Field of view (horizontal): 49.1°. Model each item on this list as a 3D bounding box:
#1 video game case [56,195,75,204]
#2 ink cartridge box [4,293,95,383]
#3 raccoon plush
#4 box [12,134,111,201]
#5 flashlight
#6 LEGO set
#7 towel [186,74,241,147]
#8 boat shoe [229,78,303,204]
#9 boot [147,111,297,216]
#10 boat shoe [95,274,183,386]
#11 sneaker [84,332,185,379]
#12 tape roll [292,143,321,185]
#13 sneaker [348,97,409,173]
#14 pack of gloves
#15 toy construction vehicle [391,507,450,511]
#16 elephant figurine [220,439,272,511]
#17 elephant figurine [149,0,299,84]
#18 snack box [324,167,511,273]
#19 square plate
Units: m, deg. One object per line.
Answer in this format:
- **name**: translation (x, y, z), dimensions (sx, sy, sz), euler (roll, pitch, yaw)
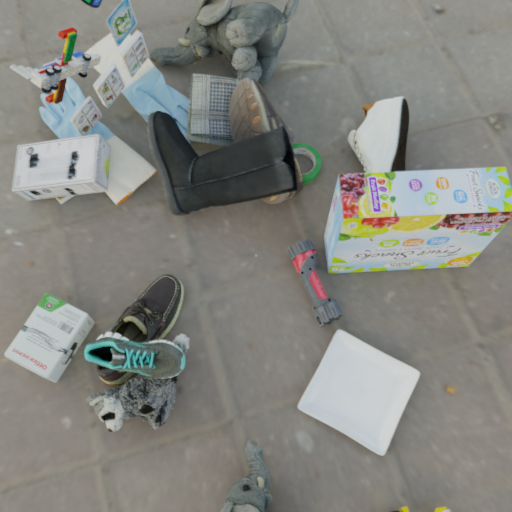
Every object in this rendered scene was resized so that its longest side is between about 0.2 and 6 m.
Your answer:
- **video game case**: translation (-4.042, -1.796, 12.186), dimensions (1.137, 0.130, 1.035), euler (-37, 69, -15)
- **ink cartridge box**: translation (-3.857, 1.545, 10.523), dimensions (0.997, 0.565, 1.360), euler (26, 69, 11)
- **raccoon plush**: translation (-2.117, 2.285, 10.213), dimensions (1.318, 0.951, 1.966), euler (10, 47, 16)
- **box**: translation (-4.027, -1.820, 11.646), dimensions (1.892, 0.569, 1.104), euler (-6, 71, 12)
- **flashlight**: translation (1.187, 0.507, 10.991), dimensions (0.570, 0.568, 1.677), euler (-13, 66, -33)
- **LEGO set**: translation (-3.204, -3.803, 10.665), dimensions (0.781, 3.182, 2.377), euler (35, 84, 2)
- **towel**: translation (-0.766, -3.110, 12.098), dimensions (1.418, 0.254, 1.473), euler (1, 100, -23)
- **boat shoe**: translation (0.231, -2.419, 11.902), dimensions (1.004, 1.021, 2.740), euler (-12, 84, -46)
- **boot**: translation (-0.651, -2.061, 11.018), dimensions (2.669, 0.876, 2.200), euler (-10, 104, 24)
- **boat shoe**: translation (-2.147, 1.326, 10.499), dimensions (0.871, 0.771, 2.379), euler (26, 70, 9)
- **sneaker**: translation (-2.092, 1.733, 9.414), dimensions (1.794, 0.818, 0.696), euler (4, 90, 17)
- **tape roll**: translation (0.947, -2.010, 12.236), dimensions (0.940, 0.226, 0.940), euler (0, 66, 1)
- **sneaker**: translation (2.534, -2.044, 12.005), dimensions (1.191, 1.024, 2.813), euler (1, 67, 28)
- **pack of gloves**: translation (-2.996, -3.099, 12.520), dimensions (2.748, 0.645, 3.271), euler (-41, 81, -8)
- **toy construction vehicle**: translation (2.712, 4.749, 9.283), dimensions (1.273, 0.448, 1.108), euler (-9, 56, -7)
- **elephant figurine**: translation (-0.093, 4.335, 9.094), dimensions (1.995, 1.548, 1.411), euler (40, 116, 26)
- **elephant figurine**: translation (-0.819, -5.139, 12.860), dimensions (2.740, 1.939, 2.126), euler (31, 41, 29)
- **snack box**: translation (2.848, -0.580, 10.400), dimensions (2.911, 2.455, 0.985), euler (-1, 67, -1)
- **square plate**: translation (1.890, 2.480, 10.302), dimensions (1.721, 0.245, 1.705), euler (27, 69, 11)
